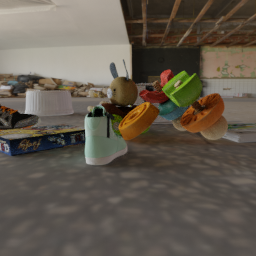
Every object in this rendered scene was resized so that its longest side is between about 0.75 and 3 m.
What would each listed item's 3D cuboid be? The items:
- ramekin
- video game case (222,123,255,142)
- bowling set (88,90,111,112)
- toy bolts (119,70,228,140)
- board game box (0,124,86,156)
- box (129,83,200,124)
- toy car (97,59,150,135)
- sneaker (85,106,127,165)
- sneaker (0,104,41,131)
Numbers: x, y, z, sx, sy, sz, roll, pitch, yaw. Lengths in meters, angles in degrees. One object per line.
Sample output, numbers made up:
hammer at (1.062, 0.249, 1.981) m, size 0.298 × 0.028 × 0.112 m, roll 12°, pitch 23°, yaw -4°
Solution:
ramekin at (-4.628, -1.516, 16.493) m, size 2.792 × 1.361 × 2.792 m, roll 0°, pitch 8°, yaw 0°
video game case at (3.906, 0.108, 8.889) m, size 2.375 × 0.261 × 2.165 m, roll -3°, pitch 8°, yaw -13°
bowling set at (-1.051, -0.571, 11.329) m, size 1.828 × 1.272 × 0.981 m, roll 39°, pitch -14°, yaw -35°
toy bolts at (1.366, -0.288, 8.733) m, size 2.858 × 2.075 × 2.992 m, roll -39°, pitch 16°, yaw 8°
board game box at (-2.288, 0.246, 7.401) m, size 2.244 × 0.388 × 1.520 m, roll -8°, pitch 11°, yaw -43°
box at (1.495, -1.037, 11.943) m, size 2.943 × 1.717 × 0.885 m, roll 1°, pitch 10°, yaw -6°
toy car at (-0.388, -1.085, 9.569) m, size 1.894 × 2.401 × 1.972 m, roll -5°, pitch 9°, yaw -28°
sneaker at (-0.426, 0.059, 6.146) m, size 0.694 × 1.113 × 1.887 m, roll 0°, pitch 7°, yaw 10°
sneaker at (-4.428, -0.391, 9.369) m, size 2.924 × 1.129 × 1.144 m, roll 1°, pitch 6°, yaw -4°
